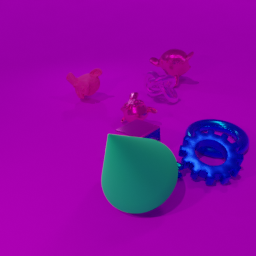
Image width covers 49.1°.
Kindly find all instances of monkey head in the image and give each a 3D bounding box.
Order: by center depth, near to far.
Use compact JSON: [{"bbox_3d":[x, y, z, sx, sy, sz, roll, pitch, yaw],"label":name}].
[{"bbox_3d":[0.243,-0.607,8.639,1.254,0.755,0.902,-15,40,23],"label":"monkey head"},{"bbox_3d":[-1.591,-1.675,10.138,1.129,1.569,0.945,45,53,-8],"label":"monkey head"},{"bbox_3d":[1.824,-2.496,11.437,1.959,1.181,1.410,2,58,36],"label":"monkey head"}]

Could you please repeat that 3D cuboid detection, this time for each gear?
[{"bbox_3d":[1.995,0.664,6.804,1.482,0.274,1.482,0,48,0],"label":"gear"}]

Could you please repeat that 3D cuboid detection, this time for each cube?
[{"bbox_3d":[0.276,0.362,7.228,0.828,0.828,0.828,19,35,41],"label":"cube"}]

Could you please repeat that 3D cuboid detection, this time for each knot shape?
[{"bbox_3d":[1.121,-1.541,10.198,1.419,1.517,0.701,25,79,40],"label":"knot shape"}]

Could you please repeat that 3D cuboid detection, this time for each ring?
[{"bbox_3d":[2.511,0.257,7.955,1.765,0.353,1.765,0,31,0],"label":"ring"}]

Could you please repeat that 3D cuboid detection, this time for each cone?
[{"bbox_3d":[-0.046,0.538,5.260,1.681,1.687,1.681,-10,56,16],"label":"cone"}]

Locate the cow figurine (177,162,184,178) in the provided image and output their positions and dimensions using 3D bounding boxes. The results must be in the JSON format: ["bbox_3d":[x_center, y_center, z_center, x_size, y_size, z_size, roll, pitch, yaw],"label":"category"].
[{"bbox_3d":[0.675,1.001,6.577,1.003,0.560,1.020,24,34,29],"label":"cow figurine"}]
